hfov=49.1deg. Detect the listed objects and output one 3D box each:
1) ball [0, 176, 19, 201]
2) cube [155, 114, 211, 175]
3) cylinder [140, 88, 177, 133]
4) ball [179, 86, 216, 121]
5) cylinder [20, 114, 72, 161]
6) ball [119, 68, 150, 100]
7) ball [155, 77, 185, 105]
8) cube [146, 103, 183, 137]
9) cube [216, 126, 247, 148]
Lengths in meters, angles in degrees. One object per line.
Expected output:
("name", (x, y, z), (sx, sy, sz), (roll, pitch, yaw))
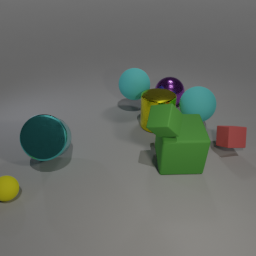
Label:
("ball", (-3.401, 1.678, 7.792), (0.700, 0.700, 0.700), (0, 29, 0))
("cube", (1.667, 0.509, 8.975), (1.400, 1.400, 1.400), (-1, 38, -2))
("cylinder", (1.212, -0.714, 11.356), (1.400, 1.400, 1.400), (0, 29, 0))
("ball", (2.713, -0.916, 10.911), (1.400, 1.400, 1.400), (0, 29, 0))
("cylinder", (-2.592, 0.304, 9.027), (1.400, 1.400, 1.400), (-3, -1, -6))
("ball", (0.283, -1.937, 12.392), (1.400, 1.400, 1.400), (0, 29, 0))
("ball", (1.948, -1.696, 13.154), (1.400, 1.400, 1.400), (0, 29, 0))
("cube", (1.033, -0.200, 7.828), (0.700, 0.700, 0.700), (-2, 65, 37))
("cube", (3.507, 0.290, 9.536), (0.700, 0.700, 0.700), (1, 4, -17))
